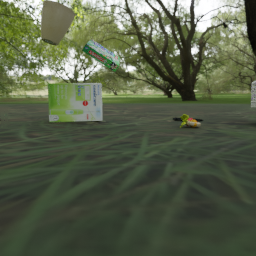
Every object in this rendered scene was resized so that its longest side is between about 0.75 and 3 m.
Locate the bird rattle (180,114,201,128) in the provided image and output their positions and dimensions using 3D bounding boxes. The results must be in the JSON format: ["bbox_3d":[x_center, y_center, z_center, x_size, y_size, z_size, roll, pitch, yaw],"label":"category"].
[{"bbox_3d":[1.961,-0.137,8.795,0.643,0.444,0.789,18,2,34],"label":"bird rattle"}]

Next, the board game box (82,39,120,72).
[{"bbox_3d":[-0.794,-2.301,8.760,1.129,0.244,1.678,32,18,-13],"label":"board game box"}]

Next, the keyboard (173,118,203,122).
[{"bbox_3d":[2.330,-0.348,11.303,1.211,0.125,0.770,5,8,45],"label":"keyboard"}]

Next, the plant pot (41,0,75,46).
[{"bbox_3d":[-2.390,-3.324,9.095,1.071,1.143,1.071,16,-1,0],"label":"plant pot"}]

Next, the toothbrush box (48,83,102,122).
[{"bbox_3d":[-2.061,-1.011,11.054,2.040,1.485,0.878,-1,6,-10],"label":"toothbrush box"}]

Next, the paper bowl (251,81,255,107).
[{"bbox_3d":[5.755,-0.877,9.465,2.960,1.540,2.960,0,6,0],"label":"paper bowl"}]
